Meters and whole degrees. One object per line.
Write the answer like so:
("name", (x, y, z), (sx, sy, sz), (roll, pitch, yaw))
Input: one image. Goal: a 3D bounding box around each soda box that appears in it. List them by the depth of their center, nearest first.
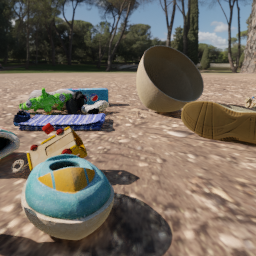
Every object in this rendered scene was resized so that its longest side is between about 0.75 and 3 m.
("soda box", (-2.003, -1.445, 12.959), (2.151, 0.730, 0.690), (-3, 14, -12))

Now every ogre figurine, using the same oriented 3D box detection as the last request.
("ogre figurine", (-3.170, -1.023, 10.774), (2.011, 0.986, 1.205), (7, 2, -13))

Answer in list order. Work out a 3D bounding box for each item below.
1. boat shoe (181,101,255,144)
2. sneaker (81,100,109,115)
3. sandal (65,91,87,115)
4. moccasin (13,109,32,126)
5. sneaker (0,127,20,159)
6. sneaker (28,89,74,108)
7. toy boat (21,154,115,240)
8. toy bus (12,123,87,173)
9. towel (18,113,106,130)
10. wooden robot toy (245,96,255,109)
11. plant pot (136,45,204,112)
("boat shoe", (2.722, -0.125, 7.359), (2.726, 0.998, 0.883), (18, 12, 39))
("sneaker", (-1.145, -0.720, 10.878), (1.169, 0.441, 0.673), (-18, 30, -31))
("sandal", (-1.942, -1.006, 11.197), (0.463, 0.727, 1.934), (-16, 19, 12))
("moccasin", (-3.474, -0.387, 9.291), (0.486, 0.412, 1.207), (-2, 14, -10))
("sneaker", (-3.189, 0.384, 5.172), (1.124, 0.846, 2.403), (4, 10, 40))
("sneaker", (-3.247, -1.101, 11.945), (2.243, 0.838, 0.920), (0, 33, 14))
("toy boat", (-1.135, 0.776, 3.479), (1.929, 0.896, 1.621), (-6, 15, -24))
("toy bus", (-1.320, 0.524, 5.134), (1.153, 1.088, 0.596), (9, -27, 30))
("towel", (-1.996, -0.260, 9.035), (2.514, 0.300, 1.820), (0, 13, 0))
("wooden robot toy", (5.162, -0.789, 11.130), (0.662, 0.642, 1.458), (34, 9, -11))
("plant pot", (1.354, -1.613, 10.885), (2.606, 2.606, 1.750), (-9, -25, -32))
